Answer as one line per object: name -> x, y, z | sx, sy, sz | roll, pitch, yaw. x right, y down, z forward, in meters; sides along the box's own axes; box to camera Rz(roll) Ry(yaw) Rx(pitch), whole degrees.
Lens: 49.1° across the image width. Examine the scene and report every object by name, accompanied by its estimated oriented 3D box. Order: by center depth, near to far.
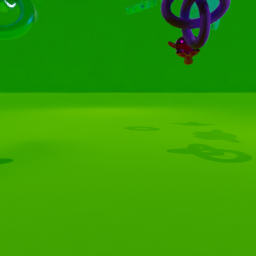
knot shape -> -2.473, -2.726, 5.303 | 0.854, 1.848, 1.729 | -12, 38, 25
knot shape -> 1.554, -2.598, 6.173 | 1.368, 1.462, 0.675 | -25, 12, 41
monkey head -> 2.380, -3.576, 8.313 | 1.326, 1.111, 1.843 | 43, -16, 22
gear -> 0.452, -4.222, 9.731 | 1.073, 0.198, 1.073 | -16, 26, 8
monkey head -> 2.216, -2.930, 10.402 | 1.440, 0.867, 1.036 | -4, -25, 12
